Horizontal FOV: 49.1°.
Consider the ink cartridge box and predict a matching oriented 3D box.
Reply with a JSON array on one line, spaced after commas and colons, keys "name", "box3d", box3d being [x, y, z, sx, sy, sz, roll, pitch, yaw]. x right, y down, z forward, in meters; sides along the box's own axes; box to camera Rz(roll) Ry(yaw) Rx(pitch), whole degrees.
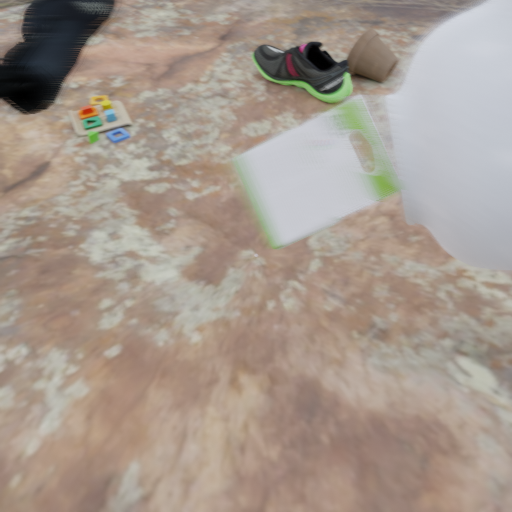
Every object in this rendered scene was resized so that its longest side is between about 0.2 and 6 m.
[{"name": "ink cartridge box", "box3d": [0.735, -0.938, 6.576, 1.620, 1.198, 0.614, -24, 0, 16]}]

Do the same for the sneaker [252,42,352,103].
[{"name": "sneaker", "box3d": [1.139, -4.668, 13.488, 2.829, 1.185, 1.086, 28, 50, 27]}]

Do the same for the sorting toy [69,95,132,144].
[{"name": "sorting toy", "box3d": [-3.503, -3.161, 12.527, 1.227, 0.297, 2.180, -16, 45, -16]}]

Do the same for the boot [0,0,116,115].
[{"name": "boot", "box3d": [-3.303, -3.046, 8.472, 2.401, 0.917, 2.017, -1, 56, 44]}]

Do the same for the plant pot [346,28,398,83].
[{"name": "plant pot", "box3d": [2.919, -4.853, 13.890, 1.023, 1.173, 1.173, 37, 52, 11]}]

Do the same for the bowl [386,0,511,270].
[{"name": "bowl", "box3d": [2.256, -1.186, 6.205, 1.398, 3.110, 3.110, -8, 41, 15]}]
